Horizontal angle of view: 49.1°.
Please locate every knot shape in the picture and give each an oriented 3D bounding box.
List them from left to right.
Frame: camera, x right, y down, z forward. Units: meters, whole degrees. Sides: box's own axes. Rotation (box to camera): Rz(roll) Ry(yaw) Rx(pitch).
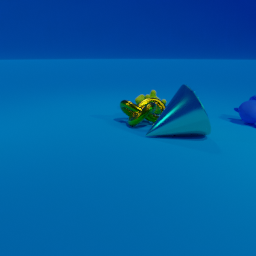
[{"bbox_3d":[0.449,-0.486,8.558,1.539,0.711,1.440,1,15,8],"label":"knot shape"}]

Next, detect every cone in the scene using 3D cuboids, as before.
[{"bbox_3d":[1.104,-0.139,7.250,1.476,1.470,1.470,-28,18,-1],"label":"cone"}]

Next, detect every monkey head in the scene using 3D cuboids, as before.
[{"bbox_3d":[3.928,-0.451,8.585,1.000,0.838,1.390,33,12,-25],"label":"monkey head"}]

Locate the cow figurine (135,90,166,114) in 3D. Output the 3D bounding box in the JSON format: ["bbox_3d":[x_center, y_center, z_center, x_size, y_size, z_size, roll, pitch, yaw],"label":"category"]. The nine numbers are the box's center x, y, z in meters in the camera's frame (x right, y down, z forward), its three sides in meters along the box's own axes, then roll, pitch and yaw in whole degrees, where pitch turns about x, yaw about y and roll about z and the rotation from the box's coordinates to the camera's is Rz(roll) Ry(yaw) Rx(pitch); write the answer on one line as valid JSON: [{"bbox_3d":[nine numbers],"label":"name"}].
[{"bbox_3d":[0.787,-0.846,10.130,1.143,1.125,0.628,42,60,15],"label":"cow figurine"}]

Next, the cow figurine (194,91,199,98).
[{"bbox_3d":[1.925,-0.766,9.035,0.998,0.557,1.015,-36,-23,29],"label":"cow figurine"}]
